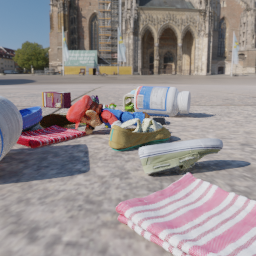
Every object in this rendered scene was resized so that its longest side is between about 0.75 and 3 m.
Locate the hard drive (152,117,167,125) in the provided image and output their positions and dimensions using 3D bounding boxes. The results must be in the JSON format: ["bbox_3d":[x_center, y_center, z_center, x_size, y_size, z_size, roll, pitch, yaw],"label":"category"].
[{"bbox_3d":[1.336,-0.311,12.093,0.632,0.198,0.936,0,11,2],"label":"hard drive"}]

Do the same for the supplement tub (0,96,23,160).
[{"bbox_3d":[-3.458,0.107,6.348,1.664,1.664,2.522,-2,11,-8],"label":"supplement tub"}]

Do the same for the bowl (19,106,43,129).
[{"bbox_3d":[-4.067,-0.222,9.894,2.157,0.423,2.157,-14,16,4],"label":"bowl"}]

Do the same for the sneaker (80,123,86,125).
[{"bbox_3d":[-1.760,-0.346,11.969,0.446,0.322,0.850,10,16,44],"label":"sneaker"}]

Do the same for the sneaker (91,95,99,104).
[{"bbox_3d":[-2.009,-1.177,14.453,0.821,0.965,2.206,2,11,9],"label":"sneaker"}]

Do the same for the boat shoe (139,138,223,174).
[{"bbox_3d":[1.201,0.617,6.254,1.974,0.612,0.711,-7,-8,-10],"label":"boat shoe"}]

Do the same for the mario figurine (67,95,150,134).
[{"bbox_3d":[-0.757,-0.151,10.023,2.868,1.520,1.770,9,-25,-5],"label":"mario figurine"}]

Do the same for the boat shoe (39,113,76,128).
[{"bbox_3d":[-2.730,-0.268,11.073,1.755,0.649,0.583,-8,0,-40],"label":"boat shoe"}]

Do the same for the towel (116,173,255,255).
[{"bbox_3d":[1.257,1.274,3.819,1.797,0.367,2.456,-11,16,-41],"label":"towel"}]

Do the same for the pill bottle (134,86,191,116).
[{"bbox_3d":[1.726,-1.319,13.920,2.612,1.466,1.466,6,13,19],"label":"pill bottle"}]

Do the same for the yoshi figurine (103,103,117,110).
[{"bbox_3d":[-1.019,-0.886,14.576,1.080,0.607,0.604,-26,-16,-35],"label":"yoshi figurine"}]

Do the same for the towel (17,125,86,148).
[{"bbox_3d":[-2.714,0.234,9.305,1.580,0.246,2.185,9,14,35],"label":"towel"}]

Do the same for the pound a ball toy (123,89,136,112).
[{"bbox_3d":[0.855,-1.685,16.400,1.844,1.201,2.827,2,12,11],"label":"pound a ball toy"}]

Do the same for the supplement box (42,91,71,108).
[{"bbox_3d":[-4.430,-1.763,17.383,1.723,0.951,0.738,6,13,26],"label":"supplement box"}]

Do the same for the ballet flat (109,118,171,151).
[{"bbox_3d":[0.490,0.089,8.578,0.878,0.806,2.558,10,15,42],"label":"ballet flat"}]
